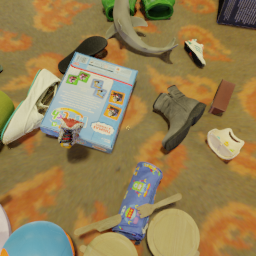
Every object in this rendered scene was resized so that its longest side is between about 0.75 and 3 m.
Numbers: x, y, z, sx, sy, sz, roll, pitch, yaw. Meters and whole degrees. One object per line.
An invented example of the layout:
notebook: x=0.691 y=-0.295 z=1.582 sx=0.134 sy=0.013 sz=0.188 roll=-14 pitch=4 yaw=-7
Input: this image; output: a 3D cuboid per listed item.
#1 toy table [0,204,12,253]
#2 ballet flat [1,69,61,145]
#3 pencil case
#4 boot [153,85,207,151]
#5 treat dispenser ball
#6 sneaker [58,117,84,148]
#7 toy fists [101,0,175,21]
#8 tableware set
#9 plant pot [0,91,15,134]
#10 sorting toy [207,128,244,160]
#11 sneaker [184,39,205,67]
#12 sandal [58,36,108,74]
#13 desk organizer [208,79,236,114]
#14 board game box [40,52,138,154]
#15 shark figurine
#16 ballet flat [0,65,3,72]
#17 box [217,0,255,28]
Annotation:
toy table: x=-4.000 y=2.252 z=6.844 sx=2.398 sy=1.404 sz=2.204 roll=32 pitch=66 yaw=17
ballet flat: x=-2.887 y=-0.652 z=8.766 sx=0.987 sy=0.987 sz=2.842 roll=15 pitch=61 yaw=8
pencil case: x=0.313 y=1.909 z=7.344 sx=0.888 sy=0.798 sz=2.046 roll=3 pitch=58 yaw=34
boot: x=1.316 y=-0.347 z=8.720 sx=1.434 sy=0.760 sz=2.179 roll=33 pitch=56 yaw=20
treat dispenser ball: x=-2.040 y=2.970 z=6.343 sx=1.644 sy=1.644 sz=1.644 roll=0 pitch=61 yaw=0
sneaker: x=-1.470 y=0.158 z=7.135 sx=0.594 sy=1.526 sz=0.627 roll=13 pitch=72 yaw=-7
toy fists: x=0.416 y=-5.151 z=11.105 sx=2.936 sy=1.009 sz=1.496 roll=-4 pitch=61 yaw=-1
tableware set: x=0.337 y=2.943 z=6.815 sx=2.899 sy=0.581 sz=1.916 roll=-17 pitch=73 yaw=-10
plant pot: x=-4.324 y=-0.265 z=8.215 sx=1.741 sy=1.741 sz=1.861 roll=25 pitch=50 yaw=13
sorting toy: x=2.982 y=0.417 z=8.384 sx=0.905 sy=0.537 sz=1.005 roll=-28 pitch=64 yaw=-23
sneaker: x=2.552 y=-2.756 z=10.101 sx=0.592 sy=0.446 sz=1.267 roll=-24 pitch=61 yaw=-7
sandal: x=-1.607 y=-2.599 z=10.065 sx=2.010 sy=0.453 sz=0.755 roll=-36 pitch=67 yaw=0
desk organizer: x=3.072 y=-0.977 z=9.152 sx=0.467 sy=0.435 sz=1.212 roll=24 pitch=64 yaw=10
board game box: x=-1.134 y=-0.882 z=8.878 sx=2.215 sy=0.536 sz=2.929 roll=18 pitch=63 yaw=1
shark figurine: x=0.199 y=-3.389 z=9.893 sx=1.818 sy=1.269 sz=3.042 roll=-45 pitch=83 yaw=13
ballet flat: x=-4.754 y=-1.847 z=9.666 sx=0.387 sy=0.387 sz=1.042 roll=18 pitch=63 yaw=10
box: x=5.176 y=-5.450 z=10.841 sx=2.838 sy=1.763 sz=2.861 roll=11 pitch=62 yaw=5
